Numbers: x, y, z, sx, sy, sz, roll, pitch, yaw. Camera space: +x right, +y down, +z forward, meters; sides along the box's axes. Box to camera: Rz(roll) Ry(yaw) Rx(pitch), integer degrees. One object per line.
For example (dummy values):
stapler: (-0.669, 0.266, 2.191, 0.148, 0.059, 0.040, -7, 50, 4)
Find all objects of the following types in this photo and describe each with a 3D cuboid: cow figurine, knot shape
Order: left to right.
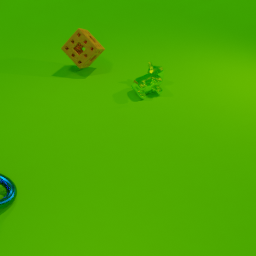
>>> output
knot shape: (-3.128, 1.029, 6.094, 0.681, 1.379, 1.474, -37, 57, -17)
cow figurine: (0.747, -1.807, 10.523, 1.534, 0.842, 1.509, -20, 41, -15)

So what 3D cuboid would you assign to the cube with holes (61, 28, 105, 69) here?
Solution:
cube with holes: (-1.826, -3.259, 11.532, 1.099, 1.099, 1.099, 47, 18, -4)
